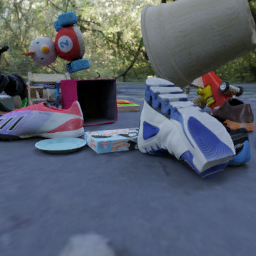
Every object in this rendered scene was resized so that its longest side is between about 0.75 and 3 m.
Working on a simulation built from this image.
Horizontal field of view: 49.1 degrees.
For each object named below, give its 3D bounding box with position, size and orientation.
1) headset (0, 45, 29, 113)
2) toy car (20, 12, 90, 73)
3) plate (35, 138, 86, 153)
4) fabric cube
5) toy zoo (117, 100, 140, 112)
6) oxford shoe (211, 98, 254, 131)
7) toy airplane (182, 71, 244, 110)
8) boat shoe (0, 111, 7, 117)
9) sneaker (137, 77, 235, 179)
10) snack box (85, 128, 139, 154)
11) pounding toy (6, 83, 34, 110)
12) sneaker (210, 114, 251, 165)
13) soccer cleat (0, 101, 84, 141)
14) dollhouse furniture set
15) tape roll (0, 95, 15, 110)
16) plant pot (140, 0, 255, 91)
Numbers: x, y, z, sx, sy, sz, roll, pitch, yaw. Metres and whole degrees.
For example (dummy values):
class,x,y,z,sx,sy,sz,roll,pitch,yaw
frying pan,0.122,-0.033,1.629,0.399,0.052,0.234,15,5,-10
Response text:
class,x,y,z,sx,sy,sz,roll,pitch,yaw
headset,-4.907,-1.903,11.440,1.331,2.834,1.750,-28,-12,25
toy car,-2.423,-2.506,8.906,1.889,1.741,1.670,-20,14,-19
plate,-1.576,0.422,6.629,1.171,0.150,1.171,0,10,0
fabric cube,-1.438,-0.988,10.119,1.536,1.566,1.561,-8,12,-33
toy zoo,-0.729,-1.120,13.934,1.854,0.289,2.826,-3,12,-17
oxford shoe,3.559,-0.576,9.551,0.925,0.945,2.593,-1,11,-6
toy airplane,3.532,-1.792,12.741,2.972,2.097,2.959,35,32,6
boat shoe,-4.352,-0.302,9.460,1.527,0.549,0.519,16,12,33
sneaker,0.961,0.192,5.753,1.004,1.436,2.486,-4,42,-29
snack box,-0.096,0.271,6.924,1.735,0.322,1.008,-5,12,-24
pounding toy,-5.067,-1.687,13.722,1.146,1.485,1.613,1,11,3
sneaker,1.770,0.120,6.161,0.782,0.914,2.206,-4,12,-27
soccer cleat,-2.607,-0.226,7.593,2.806,1.027,0.957,0,11,2
dollhouse furniture set,-2.976,-0.953,10.929,1.625,1.615,2.305,-4,36,-22
tape roll,-5.997,-0.913,11.742,2.286,0.755,2.286,0,11,0
plant pot,2.291,-2.879,8.499,2.731,2.984,2.984,-17,1,31
